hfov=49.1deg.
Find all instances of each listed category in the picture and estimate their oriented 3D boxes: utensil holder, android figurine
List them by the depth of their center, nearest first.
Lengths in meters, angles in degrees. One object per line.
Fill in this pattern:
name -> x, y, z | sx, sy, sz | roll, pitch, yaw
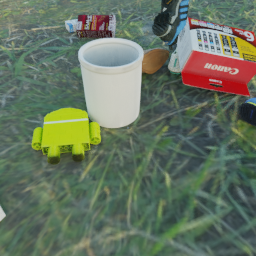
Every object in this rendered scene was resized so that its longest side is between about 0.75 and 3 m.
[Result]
android figurine -> -1.643, 0.122, 7.501 | 1.783, 0.402, 1.959 | -7, 43, -7
utensil holder -> -0.448, -1.226, 7.832 | 1.685, 1.983, 1.685 | 0, 41, 0

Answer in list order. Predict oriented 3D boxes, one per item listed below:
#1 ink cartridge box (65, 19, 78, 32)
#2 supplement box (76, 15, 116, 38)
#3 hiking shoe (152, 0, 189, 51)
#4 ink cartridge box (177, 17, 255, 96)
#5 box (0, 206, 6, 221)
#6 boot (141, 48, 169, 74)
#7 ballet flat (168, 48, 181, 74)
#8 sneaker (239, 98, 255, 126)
ink cartridge box -> -2.439, -4.810, 13.114 | 0.847, 0.357, 0.612 | -18, 45, -19
supplement box -> -1.405, -4.518, 12.444 | 1.665, 0.507, 0.906 | 1, 68, 3
hiking shoe -> 1.210, -2.971, 7.098 | 0.682, 0.795, 1.834 | 23, 83, 39
ink cartridge box -> 2.964, -2.297, 9.084 | 2.445, 1.025, 2.147 | 8, 56, -10
box -> -3.236, 1.463, 5.559 | 1.250, 0.951, 0.664 | 21, 45, 22
boot -> 0.005, -2.539, 10.200 | 1.885, 0.905, 2.578 | 29, 44, 36
ballet flat -> 2.203, -2.987, 10.694 | 0.894, 0.894, 2.574 | 17, 44, 18
sneaker -> 4.193, -0.114, 7.477 | 0.946, 0.795, 2.413 | -20, 45, -25
